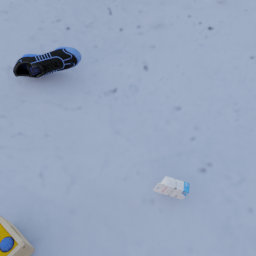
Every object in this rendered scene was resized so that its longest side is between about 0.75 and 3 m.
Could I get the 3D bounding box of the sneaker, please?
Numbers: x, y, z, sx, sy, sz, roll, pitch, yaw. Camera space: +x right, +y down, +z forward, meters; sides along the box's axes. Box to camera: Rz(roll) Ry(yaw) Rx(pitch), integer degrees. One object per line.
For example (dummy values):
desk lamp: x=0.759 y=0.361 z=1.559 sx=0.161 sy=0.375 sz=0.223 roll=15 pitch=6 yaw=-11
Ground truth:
sneaker: x=-2.487 y=-1.920 z=8.575 sx=2.116 sy=0.742 sz=0.824 roll=-5 pitch=41 yaw=16

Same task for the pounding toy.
pounding toy: x=-3.033 y=2.643 z=6.178 sx=1.270 sy=0.903 sz=1.170 roll=33 pitch=65 yaw=26

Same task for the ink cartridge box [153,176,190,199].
ink cartridge box: x=1.065 y=1.460 z=6.924 sx=0.792 sy=0.459 sz=0.264 roll=18 pitch=50 yaw=-4
